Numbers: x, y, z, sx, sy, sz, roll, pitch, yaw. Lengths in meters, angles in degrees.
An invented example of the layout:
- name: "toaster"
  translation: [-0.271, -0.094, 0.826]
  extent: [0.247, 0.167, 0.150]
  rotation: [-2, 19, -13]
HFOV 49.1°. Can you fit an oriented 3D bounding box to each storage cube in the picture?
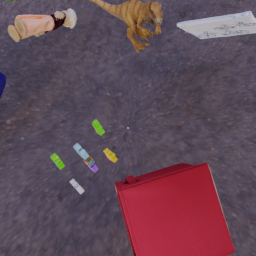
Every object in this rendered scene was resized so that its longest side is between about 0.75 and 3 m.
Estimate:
- name: "storage cube"
  translation: [0.586, 1.294, 4.196]
  extent: [1.285, 1.222, 1.430]
  rotation: [-16, 84, -7]

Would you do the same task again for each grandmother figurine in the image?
- name: "grandmother figurine"
  translation: [-1.931, -2.584, 6.835]
  extent: [1.099, 0.549, 1.812]
  rotation: [-2, 24, 40]

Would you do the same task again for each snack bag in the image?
- name: "snack bag"
  translation: [2.467, -2.715, 7.465]
  extent: [1.907, 2.023, 0.217]
  rotation: [6, 99, 34]

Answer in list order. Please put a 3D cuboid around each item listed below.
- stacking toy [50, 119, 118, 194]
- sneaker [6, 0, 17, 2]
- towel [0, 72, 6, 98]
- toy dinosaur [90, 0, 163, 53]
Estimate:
- name: "stacking toy"
  translation: [-0.691, 0.478, 4.581]
  extent: [0.893, 1.185, 0.278]
  rotation: [-42, 54, -17]
- name: "sneaker"
  translation: [-2.850, -3.802, 7.345]
  extent: [0.483, 1.237, 0.527]
  rotation: [35, 32, -19]
- name: "towel"
  translation: [-3.854, -0.755, 6.290]
  extent: [0.595, 2.401, 1.773]
  rotation: [21, 89, 10]
- name: "toy dinosaur"
  translation: [0.047, -2.369, 5.883]
  extent: [0.736, 1.294, 2.436]
  rotation: [-44, 43, -18]
